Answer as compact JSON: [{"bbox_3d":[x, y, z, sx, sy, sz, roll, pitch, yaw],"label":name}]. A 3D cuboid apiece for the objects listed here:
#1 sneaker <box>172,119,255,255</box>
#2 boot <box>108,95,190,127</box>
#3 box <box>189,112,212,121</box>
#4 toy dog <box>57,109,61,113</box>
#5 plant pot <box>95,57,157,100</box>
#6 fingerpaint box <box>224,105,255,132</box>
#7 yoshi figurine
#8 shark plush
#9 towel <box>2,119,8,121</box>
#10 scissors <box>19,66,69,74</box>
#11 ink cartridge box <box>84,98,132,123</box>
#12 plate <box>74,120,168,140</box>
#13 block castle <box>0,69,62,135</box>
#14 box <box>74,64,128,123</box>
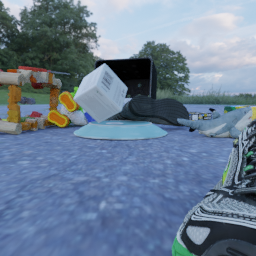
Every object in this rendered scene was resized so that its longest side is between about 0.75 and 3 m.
[{"bbox_3d":[0.966,0.342,1.994,0.898,0.981,2.302,4,8,30],"label":"sneaker"},{"bbox_3d":[0.703,-0.441,9.533,2.523,0.854,1.648,11,-18,-29],"label":"boot"},{"bbox_3d":[3.059,-0.577,13.497,1.214,0.375,1.521,-5,8,-27],"label":"box"},{"bbox_3d":[-2.842,-0.505,12.813,1.158,0.558,0.763,13,-1,3],"label":"toy dog"},{"bbox_3d":[0.151,-1.672,13.683,2.813,2.819,2.501,2,-2,22],"label":"plant pot"},{"bbox_3d":[4.506,-0.322,8.990,2.214,0.812,1.847,-1,6,-5],"label":"fingerpaint box"},{"bbox_3d":[-2.240,-0.808,10.817,1.527,1.521,2.716,-6,2,8],"label":"yoshi figurine"},{"bbox_3d":[2.332,-0.174,7.603,1.936,0.806,0.879,2,6,15],"label":"shark plush"},{"bbox_3d":[-5.793,-0.228,11.238,2.272,0.205,0.978,3,12,19],"label":"towel"},{"bbox_3d":[-2.763,-1.923,9.540,1.901,0.132,0.695,2,7,-34],"label":"scissors"},{"bbox_3d":[-0.571,-0.672,11.148,1.249,0.587,2.656,-27,-2,19],"label":"ink cartridge box"},{"bbox_3d":[-0.213,0.001,8.186,2.720,0.348,2.720,0,7,0],"label":"plate"},{"bbox_3d":[-3.437,-0.898,9.151,1.386,1.975,2.955,7,8,11],"label":"block castle"},{"bbox_3d":[-0.729,-0.946,7.765,0.912,1.065,1.059,-25,34,32],"label":"box"}]
